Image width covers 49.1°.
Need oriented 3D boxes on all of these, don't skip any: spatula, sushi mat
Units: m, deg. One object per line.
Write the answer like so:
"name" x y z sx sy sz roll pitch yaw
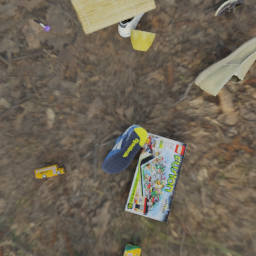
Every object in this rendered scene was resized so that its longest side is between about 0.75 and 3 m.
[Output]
"spatula" -3.165 -3.789 10.274 0.751 0.077 0.212 34 81 6
"sushi mat" -0.471 -4.226 9.534 2.651 0.160 1.268 -22 91 -3

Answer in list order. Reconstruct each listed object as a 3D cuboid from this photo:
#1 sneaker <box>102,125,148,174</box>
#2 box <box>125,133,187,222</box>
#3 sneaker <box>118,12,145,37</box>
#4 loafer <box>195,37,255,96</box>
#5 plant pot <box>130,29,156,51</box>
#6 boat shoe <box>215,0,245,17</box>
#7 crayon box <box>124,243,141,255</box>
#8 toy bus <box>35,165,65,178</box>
"sneaker" -0.127 0.693 9.250 0.725 0.807 1.962 38 101 -22
"box" 0.920 1.585 9.177 1.421 0.448 2.581 15 81 3
"sneaker" 0.266 -4.336 10.011 0.793 0.769 2.171 19 81 3
"loafer" 3.685 -2.064 9.534 2.890 1.093 0.987 -33 83 4
"plant pot" 0.478 -3.054 9.830 0.890 0.890 0.632 10 108 2
"boat shoe" 3.729 -4.394 10.199 1.234 0.444 0.400 -35 77 -11
"crayon box" 0.082 4.144 8.851 0.489 0.240 0.823 14 81 2
"toy bus" -2.581 1.453 9.284 0.898 0.292 0.351 -14 80 -2
